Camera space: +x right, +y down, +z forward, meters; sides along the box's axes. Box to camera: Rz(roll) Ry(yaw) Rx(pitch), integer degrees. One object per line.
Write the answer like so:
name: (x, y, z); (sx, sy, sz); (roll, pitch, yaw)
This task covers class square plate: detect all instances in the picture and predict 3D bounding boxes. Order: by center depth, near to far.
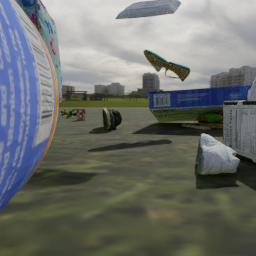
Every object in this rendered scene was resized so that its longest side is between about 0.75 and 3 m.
square plate: (0.554, -3.062, 7.129); (1.446, 0.208, 1.459); (1, 32, 18)

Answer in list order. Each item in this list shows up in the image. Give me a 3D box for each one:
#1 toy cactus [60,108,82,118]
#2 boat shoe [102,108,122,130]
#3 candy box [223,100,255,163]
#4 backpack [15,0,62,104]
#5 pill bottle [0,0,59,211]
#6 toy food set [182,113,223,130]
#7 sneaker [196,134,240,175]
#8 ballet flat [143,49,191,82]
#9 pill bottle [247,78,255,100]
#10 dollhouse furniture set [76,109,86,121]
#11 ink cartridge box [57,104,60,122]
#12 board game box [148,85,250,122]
toy cactus: (-2.874, -0.673, 14.054); (1.042, 0.533, 0.860); (-5, -12, -22)
boat shoe: (-0.461, -0.300, 8.265); (0.560, 0.633, 1.729); (-6, 6, -6)
candy box: (2.416, 0.071, 3.014); (1.814, 0.811, 2.660); (0, 5, -4)
backpack: (-2.460, -1.168, 5.566); (2.182, 2.898, 2.573); (3, 4, -4)
pill bottle: (-1.068, -0.062, 0.370); (1.565, 1.565, 2.793); (0, 6, -5)
toy food set: (2.991, -0.267, 8.756); (2.335, 0.469, 1.612); (-2, 5, -20)
sneaker: (1.001, 0.321, 3.221); (0.410, 0.360, 1.022); (8, 13, 10)
ballet flat: (0.981, -1.594, 7.340); (1.416, 0.446, 0.486); (19, 21, -15)
pill bottle: (3.730, -0.702, 6.582); (1.711, 1.711, 2.859); (2, 6, 21)
dollhouse furniture set: (-2.067, -0.595, 12.330); (0.376, 0.497, 0.924); (-1, 6, -7)
ink cartridge box: (-3.945, -0.644, 10.718); (2.086, 0.875, 1.832); (-4, 6, -35)
board game box: (2.309, -0.710, 9.327); (2.922, 0.634, 2.907); (-2, -7, 11)
